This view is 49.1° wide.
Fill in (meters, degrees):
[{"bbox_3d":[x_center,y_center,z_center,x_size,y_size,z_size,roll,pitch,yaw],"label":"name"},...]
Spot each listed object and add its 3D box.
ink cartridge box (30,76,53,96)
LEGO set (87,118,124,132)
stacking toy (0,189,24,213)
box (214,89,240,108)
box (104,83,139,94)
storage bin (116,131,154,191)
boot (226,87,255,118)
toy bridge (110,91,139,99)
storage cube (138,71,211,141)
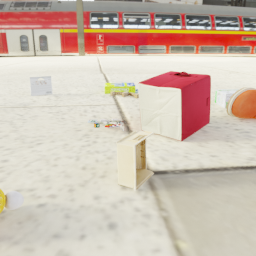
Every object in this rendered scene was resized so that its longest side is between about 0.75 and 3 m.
[{"bbox_3d":[-4.059,-1.970,13.044,1.003,0.870,0.218,-9,20,-27],"label":"ink cartridge box"},{"bbox_3d":[-0.674,-0.095,8.297,1.039,0.341,1.390,-2,6,-5],"label":"LEGO set"},{"bbox_3d":[-2.073,1.074,3.994,1.148,0.839,0.839,11,7,-41],"label":"stacking toy"},{"bbox_3d":[4.190,-1.177,10.984,1.224,0.592,1.080,-2,18,-5],"label":"box"},{"bbox_3d":[-0.312,-1.985,13.898,1.693,0.403,1.032,-2,18,-3],"label":"box"},{"bbox_3d":[0.164,0.551,5.112,0.394,0.842,0.836,7,19,29],"label":"storage bin"},{"bbox_3d":[4.488,-0.708,9.002,2.648,0.994,1.420,-6,24,-22],"label":"boot"},{"bbox_3d":[-0.117,-1.541,12.815,1.447,0.197,0.486,10,17,29],"label":"toy bridge"},{"bbox_3d":[1.300,-0.651,7.730,1.409,1.649,1.482,16,30,40],"label":"storage cube"}]
